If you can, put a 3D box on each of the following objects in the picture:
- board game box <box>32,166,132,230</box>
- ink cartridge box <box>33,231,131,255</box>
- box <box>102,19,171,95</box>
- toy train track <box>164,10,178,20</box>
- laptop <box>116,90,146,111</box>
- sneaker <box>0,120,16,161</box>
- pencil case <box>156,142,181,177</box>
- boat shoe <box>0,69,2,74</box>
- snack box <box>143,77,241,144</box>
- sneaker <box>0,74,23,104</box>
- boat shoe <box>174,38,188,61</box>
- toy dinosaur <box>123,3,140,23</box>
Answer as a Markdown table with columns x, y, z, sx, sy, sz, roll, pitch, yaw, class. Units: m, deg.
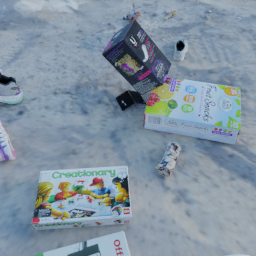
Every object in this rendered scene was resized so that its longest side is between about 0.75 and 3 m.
| x | y | z | sx | sy | sz | roll | pitch | yaw | class |
| --- | --- | --- | --- | --- | --- | --- | --- | --- | --- |
| -1.164 | 1.809 | 7.430 | 2.445 | 0.423 | 1.543 | -3 | 47 | -3 | board game box |
| -0.940 | 3.316 | 5.701 | 2.311 | 0.960 | 1.694 | -12 | 49 | -11 | ink cartridge box |
| 0.334 | -2.293 | 9.320 | 1.072 | 2.021 | 1.235 | -20 | 36 | 43 | box |
| 2.186 | -5.893 | 14.466 | 0.599 | 0.170 | 1.044 | 26 | 55 | 29 | toy train track |
| 0.098 | -0.984 | 10.220 | 0.847 | 0.438 | 0.751 | -33 | 51 | 6 | laptop |
| -4.086 | 0.354 | 8.579 | 0.803 | 0.731 | 1.817 | -25 | 53 | -15 | sneaker |
| 1.211 | 0.892 | 8.258 | 0.470 | 0.409 | 1.051 | 38 | 52 | -10 | pencil case |
| -5.442 | -1.788 | 10.635 | 1.448 | 0.519 | 0.491 | -30 | 54 | -22 | boat shoe |
| 2.176 | -0.701 | 9.452 | 2.966 | 0.786 | 2.109 | 11 | 49 | 10 | snack box |
| -4.780 | -1.453 | 9.753 | 1.921 | 1.344 | 0.747 | -10 | 47 | -10 | sneaker |
| 2.323 | -3.558 | 12.181 | 0.564 | 0.575 | 1.616 | 10 | 49 | 9 | boat shoe |
| 0.253 | -5.648 | 14.306 | 1.108 | 0.641 | 1.221 | -19 | 89 | -35 | toy dinosaur |
